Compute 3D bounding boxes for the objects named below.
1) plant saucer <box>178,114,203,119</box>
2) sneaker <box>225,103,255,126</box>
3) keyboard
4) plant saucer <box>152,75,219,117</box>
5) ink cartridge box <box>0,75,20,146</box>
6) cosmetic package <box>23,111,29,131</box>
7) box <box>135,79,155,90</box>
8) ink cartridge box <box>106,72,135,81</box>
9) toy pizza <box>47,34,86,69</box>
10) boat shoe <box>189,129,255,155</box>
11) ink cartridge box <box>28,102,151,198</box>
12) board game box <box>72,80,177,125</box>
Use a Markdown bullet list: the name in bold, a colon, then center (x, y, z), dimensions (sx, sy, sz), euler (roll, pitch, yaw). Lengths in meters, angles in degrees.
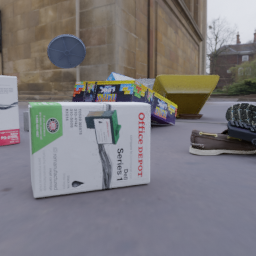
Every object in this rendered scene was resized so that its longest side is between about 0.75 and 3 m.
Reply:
- **plant saucer**: center (2.986, -0.552, 13.369), dimensions (1.181, 0.216, 1.181), euler (0, 8, 0)
- **sneaker**: center (4.724, -0.344, 10.162), dimensions (2.259, 0.885, 1.016), euler (4, -13, 27)
- **keyboard**: center (2.775, 0.244, 4.970), dimensions (1.950, 0.201, 1.239), euler (12, 25, 11)
- **plant saucer**: center (2.544, -1.328, 13.338), dimensions (2.930, 0.710, 2.930), euler (-2, -29, -8)
- **ink cartridge box**: center (-3.115, -0.430, 6.574), dimensions (1.131, 1.562, 0.659), euler (6, 9, 42)
- **cosmetic package**: center (-2.454, -0.233, 8.893), dimensions (1.516, 0.684, 0.810), euler (-1, 5, 15)
- **box**: center (1.869, -1.839, 14.824), dimensions (2.734, 1.569, 1.807), euler (2, 10, 18)
- **ink cartridge box**: center (-0.541, -1.334, 11.770), dimensions (1.291, 0.757, 1.763), euler (9, -45, -42)
- **toy pizza**: center (-1.485, -1.855, 6.786), dimensions (0.923, 0.923, 0.146), euler (-2, 45, -19)
- **boat shoe**: center (1.990, 0.241, 5.541), dimensions (1.609, 0.479, 0.578), euler (-1, 7, -11)
- **ink cartridge box**: center (-0.456, 0.200, 3.473), dimensions (1.433, 1.047, 0.604), euler (-3, 7, -21)
- **board game box**: center (-0.025, -0.813, 9.878), dimensions (2.476, 0.849, 2.996), euler (6, -7, 36)
